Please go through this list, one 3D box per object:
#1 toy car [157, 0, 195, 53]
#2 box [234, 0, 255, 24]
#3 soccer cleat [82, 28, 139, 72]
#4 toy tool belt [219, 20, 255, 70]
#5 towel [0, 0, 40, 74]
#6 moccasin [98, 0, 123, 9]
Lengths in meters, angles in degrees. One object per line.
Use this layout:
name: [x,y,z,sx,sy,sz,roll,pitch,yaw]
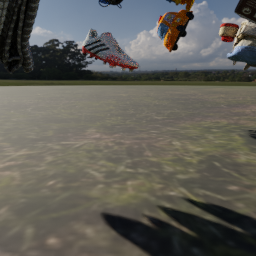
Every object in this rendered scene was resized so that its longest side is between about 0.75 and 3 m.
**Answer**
toy car: [1.231,-3.011,6.998,0.875,1.289,2.628,28,-13,7]
box: [2.546,-2.660,3.840,0.908,1.214,2.424,28,-19,7]
soccer cleat: [-0.670,-3.013,10.760,2.809,1.196,0.964,30,19,33]
toy tool belt: [3.389,-2.123,7.610,1.453,1.430,2.327,2,13,-39]
towel: [-2.565,-2.814,6.089,1.186,2.772,2.295,3,-35,-32]
moccasin: [-0.471,-3.622,7.470,0.847,0.718,2.106,-12,9,-9]
